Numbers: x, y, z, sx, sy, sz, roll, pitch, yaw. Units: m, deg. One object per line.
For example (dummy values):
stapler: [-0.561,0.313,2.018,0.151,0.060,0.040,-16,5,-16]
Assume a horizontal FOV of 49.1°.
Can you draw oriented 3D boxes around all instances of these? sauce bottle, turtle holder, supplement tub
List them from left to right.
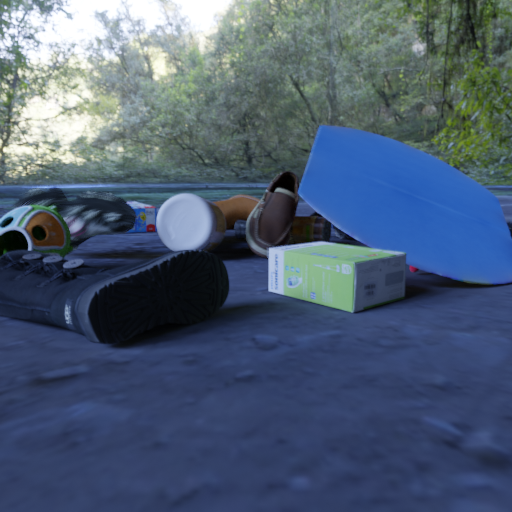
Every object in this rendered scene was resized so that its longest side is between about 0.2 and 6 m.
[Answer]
turtle holder: [-4.015,-0.242,9.453,1.579,1.200,1.121,1,10,3]
supplement tub: [-1.253,-0.618,11.365,1.161,1.161,1.604,1,0,8]
sauce bottle: [0.584,-0.570,12.930,2.219,0.718,0.718,1,9,24]

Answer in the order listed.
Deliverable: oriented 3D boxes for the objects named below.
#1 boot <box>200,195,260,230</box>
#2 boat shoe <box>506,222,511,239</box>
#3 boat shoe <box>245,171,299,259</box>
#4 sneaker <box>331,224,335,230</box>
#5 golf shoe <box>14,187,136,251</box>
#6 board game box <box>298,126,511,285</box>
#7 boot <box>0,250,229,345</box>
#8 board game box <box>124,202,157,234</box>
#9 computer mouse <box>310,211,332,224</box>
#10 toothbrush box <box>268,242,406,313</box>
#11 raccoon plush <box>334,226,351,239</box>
boot: [-0.914,-0.805,13.201,2.553,0.979,1.982,13,25,3]
boat shoe: [5.256,-0.761,13.626,2.643,0.817,0.989,1,10,6]
boat shoe: [0.416,-1.010,11.871,0.965,0.966,2.612,20,37,-4]
sneaker: [2.695,-0.927,14.538,1.037,1.152,2.956,-4,-11,-17]
golf shoe: [-3.404,-0.650,10.878,2.508,1.105,0.968,9,37,18]
board game box: [2.720,-0.792,10.649,4.001,0.986,5.064,21,34,0]
boot: [-2.042,0.366,7.200,2.720,0.893,2.242,2,7,39]
board game box: [-4.342,-1.095,15.955,2.433,0.694,2.485,-4,10,-26]
computer mouse: [1.196,-0.912,13.850,2.589,0.441,0.759,-14,-11,1]
toothbrush box: [1.138,0.244,8.044,1.182,0.699,1.623,-8,14,-41]
raccoon plush: [2.703,-0.497,12.768,1.228,1.700,2.538,-15,-22,-5]
